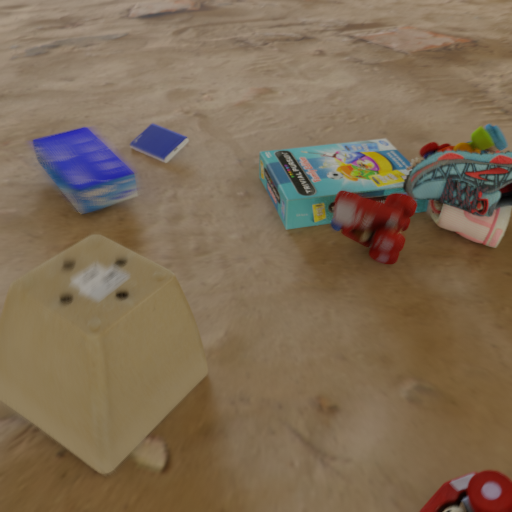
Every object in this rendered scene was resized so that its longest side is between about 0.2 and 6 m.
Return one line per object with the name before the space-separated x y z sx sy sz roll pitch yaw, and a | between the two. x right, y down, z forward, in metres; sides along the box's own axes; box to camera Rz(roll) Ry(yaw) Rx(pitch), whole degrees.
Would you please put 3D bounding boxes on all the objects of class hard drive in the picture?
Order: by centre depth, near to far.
hard drive | -2.208 -2.570 12.709 1.195 0.152 0.788 27 65 33

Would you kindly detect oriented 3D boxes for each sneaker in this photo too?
sneaker | 3.522 -1.125 9.040 2.188 0.868 1.045 -5 51 4
sneaker | 3.961 -1.203 10.248 1.322 0.952 2.530 18 43 16

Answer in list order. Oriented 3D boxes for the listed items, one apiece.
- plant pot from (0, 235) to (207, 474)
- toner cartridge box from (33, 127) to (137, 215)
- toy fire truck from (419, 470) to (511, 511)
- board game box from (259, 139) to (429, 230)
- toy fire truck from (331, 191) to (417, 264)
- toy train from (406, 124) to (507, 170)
plant pot | -1.802 0.891 6.457 1.881 1.666 1.879 24 40 23
toner cartridge box | -3.424 -1.754 11.097 1.169 0.531 2.461 -23 44 -26
toy fire truck | 1.979 2.655 5.073 1.097 0.733 1.307 -22 35 1
board game box | 1.639 -1.478 10.940 2.769 0.650 2.090 -8 36 -11
toy fire truck | 1.802 -0.516 8.919 1.207 1.437 0.806 19 73 11
toy train | 3.747 -1.893 10.315 2.238 1.295 0.947 -12 72 -53
